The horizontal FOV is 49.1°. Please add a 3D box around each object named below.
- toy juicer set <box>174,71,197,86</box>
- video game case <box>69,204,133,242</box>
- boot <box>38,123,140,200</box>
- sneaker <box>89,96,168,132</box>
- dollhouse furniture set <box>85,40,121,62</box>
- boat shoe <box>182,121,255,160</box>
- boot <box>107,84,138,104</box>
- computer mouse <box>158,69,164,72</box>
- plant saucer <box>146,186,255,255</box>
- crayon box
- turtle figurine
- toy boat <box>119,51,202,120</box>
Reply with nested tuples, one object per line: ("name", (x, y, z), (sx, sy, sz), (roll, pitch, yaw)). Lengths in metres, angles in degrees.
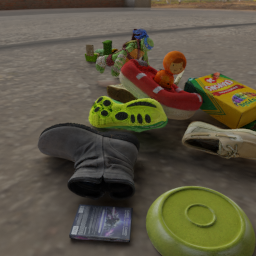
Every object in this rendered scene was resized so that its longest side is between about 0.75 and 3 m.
("toy juicer set", (2.586, -1.591, 11.161), (2.021, 0.550, 1.286), (32, 53, 31))
("video game case", (-0.476, 1.776, 5.282), (1.086, 0.103, 0.776), (3, 28, 4))
("boot", (-1.088, 0.738, 6.438), (2.694, 0.940, 1.774), (1, 34, 11))
("sneaker", (-0.087, -0.289, 8.389), (2.795, 1.035, 1.168), (8, -17, 39))
("dollhouse furniture set", (-1.402, -4.601, 16.087), (1.435, 1.099, 2.190), (10, 30, 17))
("boat shoe", (2.513, 0.454, 7.092), (2.268, 0.818, 0.737), (16, 46, 25))
("boot", (0.220, -1.380, 10.610), (1.371, 0.642, 1.764), (-23, 32, -34))
("computer mouse", (1.191, -1.756, 11.368), (0.854, 0.496, 2.914), (21, 33, 12))
("plant saucer", (1.328, 1.698, 5.179), (1.985, 0.308, 1.985), (0, 30, 0))
("crayon box", (3.401, -0.881, 9.251), (1.751, 0.701, 2.758), (-21, 43, -32))
("turtle figurine", (0.024, -2.482, 11.787), (2.713, 2.798, 2.014), (-6, 24, 46))
("toy boat", (1.213, -1.571, 8.928), (2.812, 1.838, 1.835), (43, 28, 23))
